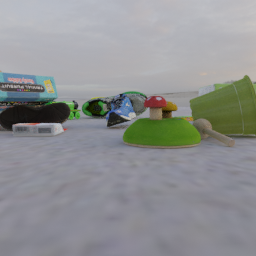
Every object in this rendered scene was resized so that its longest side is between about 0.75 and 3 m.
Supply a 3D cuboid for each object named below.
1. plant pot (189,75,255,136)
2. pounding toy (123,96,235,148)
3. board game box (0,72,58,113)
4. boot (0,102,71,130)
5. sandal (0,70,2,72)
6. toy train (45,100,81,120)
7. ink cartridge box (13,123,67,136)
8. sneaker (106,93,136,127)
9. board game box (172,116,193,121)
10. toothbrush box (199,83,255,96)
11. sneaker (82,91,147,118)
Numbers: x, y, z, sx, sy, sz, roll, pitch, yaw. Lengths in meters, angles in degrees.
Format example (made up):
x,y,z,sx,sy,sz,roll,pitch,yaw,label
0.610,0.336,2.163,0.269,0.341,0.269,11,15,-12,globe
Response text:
x,y,z,sx,sy,sz,roll,pitch,yaw,label
1.851,-0.324,5.540,1.154,1.215,1.215,-11,2,15,plant pot
0.733,-0.140,4.604,1.647,0.764,1.271,-1,5,-6,pounding toy
-3.291,-0.614,6.922,2.522,0.592,1.904,-18,-7,37,board game box
-2.272,-0.274,7.137,1.659,0.607,1.249,-13,0,-9,boot
-3.364,-1.096,6.533,0.883,0.324,0.291,-19,45,9,sandal
-2.766,-0.657,10.498,0.562,0.760,2.696,3,6,32,toy train
-1.807,-0.015,5.946,0.848,0.262,1.046,-1,9,3,ink cartridge box
-0.269,-0.511,7.659,0.688,0.781,1.752,-16,6,12,sneaker
2.244,-0.362,10.467,1.322,0.198,0.632,0,4,-33,board game box
3.774,-0.727,8.662,2.801,1.206,2.039,-1,4,1,toothbrush box
-0.560,-0.858,12.060,2.977,1.162,1.268,-8,11,13,sneaker
